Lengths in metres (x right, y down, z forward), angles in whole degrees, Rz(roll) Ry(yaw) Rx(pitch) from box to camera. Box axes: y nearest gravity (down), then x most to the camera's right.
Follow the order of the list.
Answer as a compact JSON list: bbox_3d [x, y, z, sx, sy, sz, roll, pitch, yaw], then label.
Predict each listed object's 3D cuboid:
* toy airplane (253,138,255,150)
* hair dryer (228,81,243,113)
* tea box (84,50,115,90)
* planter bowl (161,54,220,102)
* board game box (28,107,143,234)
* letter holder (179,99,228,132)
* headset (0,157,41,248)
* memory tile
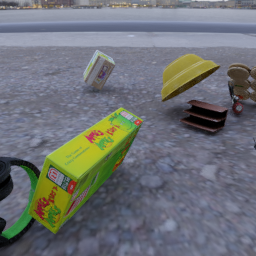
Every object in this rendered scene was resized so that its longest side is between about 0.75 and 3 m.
[{"bbox_3d":[1.815,-0.067,3.306,0.176,0.958,0.958,26,26,-4],"label":"toy airplane"},{"bbox_3d":[3.487,-0.908,9.037,0.320,1.178,0.897,-11,53,13],"label":"hair dryer"},{"bbox_3d":[-1.180,-2.362,11.349,0.794,1.188,1.169,25,19,-22],"label":"tea box"},{"bbox_3d":[1.772,-1.738,8.915,2.109,0.878,2.109,-29,-5,-3],"label":"planter bowl"},{"bbox_3d":[-0.621,0.587,5.028,0.577,1.231,2.423,32,30,11],"label":"board game box"},{"bbox_3d":[2.159,-0.368,8.124,1.145,0.576,0.814,22,27,37],"label":"letter holder"},{"bbox_3d":[-2.193,1.061,3.999,1.010,1.327,2.149,9,-1,29],"label":"headset"},{"bbox_3d":[4.658,-1.266,9.012,2.782,2.132,0.234,15,71,27],"label":"memory tile"}]
